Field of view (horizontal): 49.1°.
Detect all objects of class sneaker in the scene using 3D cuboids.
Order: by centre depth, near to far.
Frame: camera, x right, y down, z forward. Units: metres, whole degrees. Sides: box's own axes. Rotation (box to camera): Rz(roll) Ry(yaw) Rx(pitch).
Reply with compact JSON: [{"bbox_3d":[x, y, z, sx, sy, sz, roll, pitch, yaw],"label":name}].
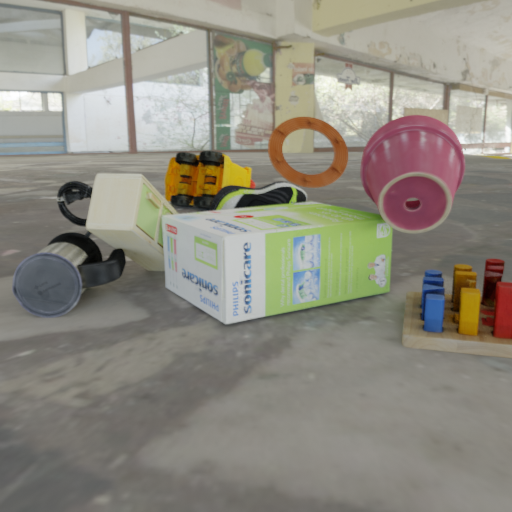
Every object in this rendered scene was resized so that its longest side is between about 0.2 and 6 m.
[{"bbox_3d":[0.275,-0.928,13.036,3.063,1.098,1.268,-12,46,-44],"label":"sneaker"}]

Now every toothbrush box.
[{"bbox_3d":[0.282,-0.035,8.105,2.740,1.179,1.995,-9,16,-29],"label":"toothbrush box"}]

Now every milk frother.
[{"bbox_3d":[-2.600,-0.145,7.610,1.329,1.472,1.385,-26,14,1],"label":"milk frother"}]

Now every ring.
[{"bbox_3d":[1.079,-2.167,11.484,1.684,1.684,0.162,-2,-20,-10],"label":"ring"}]

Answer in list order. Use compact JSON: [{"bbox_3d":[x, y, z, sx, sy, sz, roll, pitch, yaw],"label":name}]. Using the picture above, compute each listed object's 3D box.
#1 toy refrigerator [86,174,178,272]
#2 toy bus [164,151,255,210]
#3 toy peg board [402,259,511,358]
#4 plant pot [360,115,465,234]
[{"bbox_3d":[-1.648,-0.422,8.446,0.762,0.826,2.177,3,-16,13],"label":"toy refrigerator"},{"bbox_3d":[-1.220,-2.137,16.666,2.358,1.600,2.264,7,2,38],"label":"toy bus"},{"bbox_3d":[2.675,0.474,6.667,1.721,0.845,1.728,4,13,16],"label":"toy peg board"},{"bbox_3d":[2.092,-0.997,7.473,1.402,1.402,1.255,2,35,10],"label":"plant pot"}]
